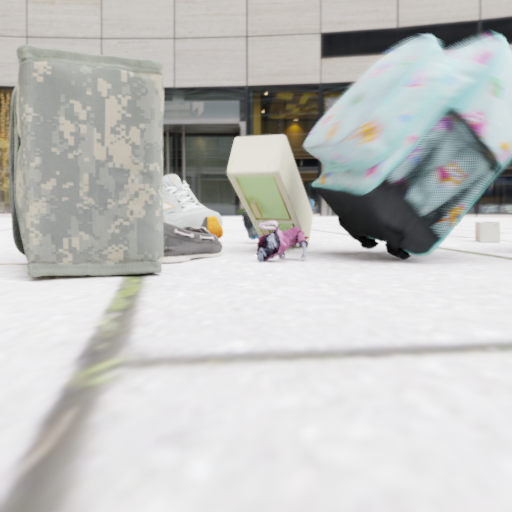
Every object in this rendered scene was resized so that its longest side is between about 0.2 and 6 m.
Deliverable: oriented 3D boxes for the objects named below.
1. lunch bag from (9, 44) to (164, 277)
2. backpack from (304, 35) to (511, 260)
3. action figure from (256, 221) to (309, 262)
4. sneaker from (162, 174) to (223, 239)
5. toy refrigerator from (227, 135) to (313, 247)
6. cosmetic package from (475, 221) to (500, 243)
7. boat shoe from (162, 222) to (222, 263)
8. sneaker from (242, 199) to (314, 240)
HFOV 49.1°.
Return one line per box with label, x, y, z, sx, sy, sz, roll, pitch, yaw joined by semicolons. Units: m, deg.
lunch bag;-2.321;-1.117;7.457;1.801;2.513;3.064;-1;5;-21
backpack;2.596;-1.928;8.816;3.340;2.561;2.936;-39;12;-4
action figure;0.401;-0.252;8.345;0.673;0.748;1.005;-3;15;45
sneaker;-1.930;-1.186;13.602;1.334;1.621;3.523;-4;7;-33
toy refrigerator;0.325;-1.074;10.365;0.947;0.873;2.495;1;-28;18
cosmetic package;5.330;-0.558;12.941;0.417;0.494;0.956;0;3;14
boat shoe;-1.040;-0.265;8.771;0.712;0.607;2.130;2;5;17
sneaker;0.466;-0.959;12.281;1.625;0.665;0.595;-24;-7;1
